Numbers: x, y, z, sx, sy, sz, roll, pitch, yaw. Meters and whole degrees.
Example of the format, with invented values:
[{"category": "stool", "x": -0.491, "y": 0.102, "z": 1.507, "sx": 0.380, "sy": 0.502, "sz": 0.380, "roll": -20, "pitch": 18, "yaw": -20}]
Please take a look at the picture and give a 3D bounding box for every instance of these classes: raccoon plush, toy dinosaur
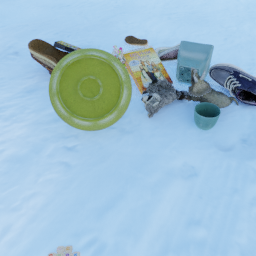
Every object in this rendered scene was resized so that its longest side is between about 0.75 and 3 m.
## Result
[{"category": "raccoon plush", "x": 1.539, "y": -1.048, "z": 10.516, "sx": 2.132, "sy": 1.032, "sz": 1.429, "roll": 0, "pitch": 48, "yaw": -1}, {"category": "toy dinosaur", "x": 3.045, "y": -1.126, "z": 10.348, "sx": 2.818, "sy": 1.085, "sz": 1.441, "roll": 29, "pitch": 9, "yaw": -20}]

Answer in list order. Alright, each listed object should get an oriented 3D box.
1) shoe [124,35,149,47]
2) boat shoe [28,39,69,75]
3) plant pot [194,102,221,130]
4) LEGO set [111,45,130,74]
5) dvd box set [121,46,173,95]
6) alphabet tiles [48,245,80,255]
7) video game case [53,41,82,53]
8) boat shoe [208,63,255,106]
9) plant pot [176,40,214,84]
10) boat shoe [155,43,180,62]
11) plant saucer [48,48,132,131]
[{"category": "shoe", "x": 0.465, "y": -4.630, "z": 15.138, "sx": 1.482, "sy": 0.396, "sz": 0.518, "roll": 22, "pitch": 86, "yaw": 28}, {"category": "boat shoe", "x": -3.083, "y": -2.772, "z": 12.427, "sx": 2.971, "sy": 1.069, "sz": 1.072, "roll": 29, "pitch": 55, "yaw": 1}, {"category": "plant pot", "x": 2.734, "y": -0.354, "z": 9.831, "sx": 0.890, "sy": 0.714, "sz": 0.890, "roll": -1, "pitch": 41, "yaw": 0}, {"category": "LEGO set", "x": 0.110, "y": -3.138, "z": 12.859, "sx": 2.707, "sy": 1.008, "sz": 1.245, "roll": 32, "pitch": 50, "yaw": 32}, {"category": "dvd box set", "x": 0.811, "y": -2.522, "z": 12.008, "sx": 1.535, "sy": 0.308, "sz": 2.098, "roll": -18, "pitch": 70, "yaw": -21}, {"category": "alphabet tiles", "x": -1.469, "y": 3.049, "z": 6.355, "sx": 0.747, "sy": 0.056, "sz": 0.763, "roll": -2, "pitch": 41, "yaw": -3}, {"category": "video game case", "x": -2.349, "y": -3.543, "z": 12.872, "sx": 1.849, "sy": 0.261, "sz": 2.046, "roll": 19, "pitch": 16, "yaw": -11}, {"category": "boat shoe", "x": 4.319, "y": -1.790, "z": 11.252, "sx": 2.695, "sy": 1.006, "sz": 1.250, "roll": 28, "pitch": 40, "yaw": 28}, {"category": "plant pot", "x": 2.764, "y": -2.671, "z": 12.092, "sx": 1.440, "sy": 1.444, "sz": 1.471, "roll": 13, "pitch": 51, "yaw": 15}, {"category": "boat shoe", "x": 2.350, "y": -3.614, "z": 13.633, "sx": 2.205, "sy": 0.813, "sz": 0.707, "roll": -6, "pitch": 47, "yaw": -1}, {"category": "plant saucer", "x": -1.197, "y": -1.248, "z": 8.953, "sx": 2.718, "sy": 2.718, "sz": 0.422, "roll": -4, "pitch": 1, "yaw": -5}]
